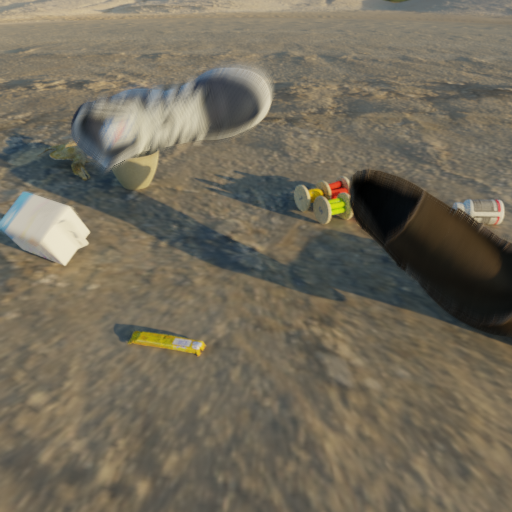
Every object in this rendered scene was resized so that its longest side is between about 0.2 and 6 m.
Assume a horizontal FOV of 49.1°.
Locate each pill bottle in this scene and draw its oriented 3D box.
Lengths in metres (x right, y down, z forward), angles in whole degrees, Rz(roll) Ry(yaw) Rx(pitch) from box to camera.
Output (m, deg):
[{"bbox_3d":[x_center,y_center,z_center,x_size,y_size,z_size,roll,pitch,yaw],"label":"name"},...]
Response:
[{"bbox_3d":[4.118,-0.819,10.435,0.831,0.460,0.460,1,28,2],"label":"pill bottle"}]

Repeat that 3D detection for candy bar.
[{"bbox_3d":[-1.157,1.116,7.208,1.020,0.113,0.254,7,33,12],"label":"candy bar"}]

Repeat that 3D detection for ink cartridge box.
[{"bbox_3d":[-3.349,-0.421,9.004,1.156,0.743,0.724,18,65,26],"label":"ink cartridge box"}]

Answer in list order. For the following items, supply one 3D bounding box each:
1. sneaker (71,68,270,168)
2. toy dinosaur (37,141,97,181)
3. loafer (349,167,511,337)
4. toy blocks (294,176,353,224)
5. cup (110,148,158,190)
[{"bbox_3d":[-1.519,-2.274,9.322,3.325,1.165,1.804,-1,26,26],"label":"sneaker"},{"bbox_3d":[-4.346,-2.506,13.318,1.242,0.715,2.456,-22,36,-33],"label":"toy dinosaur"},{"bbox_3d":[2.219,-0.137,7.202,1.145,1.172,3.210,24,13,-47],"label":"loafer"},{"bbox_3d":[1.679,-1.139,10.943,1.485,0.539,1.238,-15,31,-25],"label":"toy blocks"},{"bbox_3d":[-2.622,-1.883,12.049,1.099,0.786,1.099,0,26,0],"label":"cup"}]
